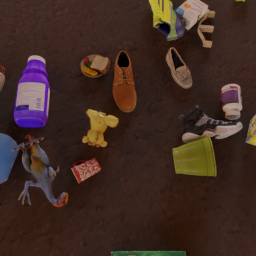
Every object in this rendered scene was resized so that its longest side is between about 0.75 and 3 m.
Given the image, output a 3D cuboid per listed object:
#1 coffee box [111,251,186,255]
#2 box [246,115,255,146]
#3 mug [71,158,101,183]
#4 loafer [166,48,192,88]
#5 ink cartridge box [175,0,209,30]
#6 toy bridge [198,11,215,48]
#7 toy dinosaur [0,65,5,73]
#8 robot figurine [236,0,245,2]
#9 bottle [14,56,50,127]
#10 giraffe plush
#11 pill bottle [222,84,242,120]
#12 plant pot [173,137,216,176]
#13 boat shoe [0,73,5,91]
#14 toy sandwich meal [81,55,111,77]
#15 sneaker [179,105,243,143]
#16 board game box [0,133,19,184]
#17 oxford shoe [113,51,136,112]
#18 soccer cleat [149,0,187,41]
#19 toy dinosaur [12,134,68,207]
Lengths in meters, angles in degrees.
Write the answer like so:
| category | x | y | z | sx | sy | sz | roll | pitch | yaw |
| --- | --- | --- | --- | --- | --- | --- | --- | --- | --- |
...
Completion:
| category | x | y | z | sx | sy | sz | roll | pitch | yaw |
| --- | --- | --- | --- | --- | --- | --- | --- | --- | --- |
| coffee box | 0.615 | 4.327 | 8.188 | 2.213 | 0.487 | 1.361 | -2 | 67 | 0 |
| box | 4.675 | -0.002 | 9.767 | 0.617 | 1.011 | 0.974 | 19 | 68 | 8 |
| mug | -1.441 | 1.333 | 9.455 | 0.853 | 0.569 | 0.757 | -26 | 71 | -14 |
| loafer | 2.001 | -2.379 | 11.042 | 0.634 | 0.555 | 1.765 | -21 | 68 | -9 |
| ink cartridge box | 2.817 | -5.120 | 12.238 | 0.904 | 0.533 | 1.571 | 41 | 73 | 16 |
| toy bridge | 3.336 | -4.259 | 12.018 | 0.638 | 0.258 | 1.899 | 10 | 67 | 7 |
| toy dinosaur | -5.205 | -1.980 | 10.774 | 0.569 | 1.084 | 0.984 | 34 | 102 | -2 |
| robot figurine | 5.167 | -6.034 | 12.668 | 0.807 | 0.467 | 0.708 | -17 | 69 | -8 |
| bottle | -3.512 | -1.397 | 10.424 | 1.147 | 0.897 | 2.747 | 0 | 66 | -8 |
| giraffe plush | -1.038 | 0.056 | 9.799 | 1.203 | 1.394 | 1.130 | 16 | 97 | 2 |
| pill bottle | 3.844 | -0.952 | 10.365 | 0.674 | 0.674 | 1.210 | 4 | 67 | 2 |
| plant pot | 2.152 | 1.016 | 9.299 | 1.261 | 1.309 | 1.309 | -8 | 66 | 10 |
| boat shoe | -5.739 | -1.079 | 10.242 | 0.891 | 1.032 | 2.840 | 32 | 75 | 10 |
| toy sandwich meal | -1.320 | -2.536 | 11.185 | 1.214 | 0.416 | 1.214 | 0 | 67 | 0 |
| sneaker | 2.893 | -0.240 | 9.967 | 2.164 | 0.817 | 1.232 | -11 | 69 | -2 |
| board game box | -4.595 | 1.096 | 9.680 | 1.453 | 0.358 | 1.839 | 15 | 73 | 1 |
| oxford shoe | -0.176 | -1.797 | 10.634 | 0.888 | 0.887 | 2.489 | -6 | 69 | -4 |
| soccer cleat | 1.440 | -4.857 | 11.958 | 1.130 | 0.874 | 2.702 | -27 | 69 | -4 |
| toy dinosaur | -2.669 | 1.420 | 9.191 | 1.307 | 2.489 | 2.259 | -22 | 109 | 5 |
